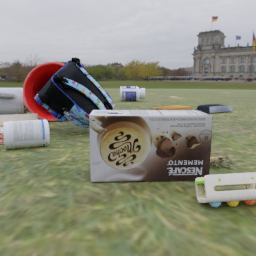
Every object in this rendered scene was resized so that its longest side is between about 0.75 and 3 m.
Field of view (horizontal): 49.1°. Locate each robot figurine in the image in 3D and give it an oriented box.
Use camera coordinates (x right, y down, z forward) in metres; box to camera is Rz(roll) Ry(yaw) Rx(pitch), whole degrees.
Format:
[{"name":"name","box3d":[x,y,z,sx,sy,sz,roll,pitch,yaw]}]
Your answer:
[{"name":"robot figurine","box3d":[-5.444,-1.142,12.608,2.360,1.333,2.002,-2,-24,-13]}]

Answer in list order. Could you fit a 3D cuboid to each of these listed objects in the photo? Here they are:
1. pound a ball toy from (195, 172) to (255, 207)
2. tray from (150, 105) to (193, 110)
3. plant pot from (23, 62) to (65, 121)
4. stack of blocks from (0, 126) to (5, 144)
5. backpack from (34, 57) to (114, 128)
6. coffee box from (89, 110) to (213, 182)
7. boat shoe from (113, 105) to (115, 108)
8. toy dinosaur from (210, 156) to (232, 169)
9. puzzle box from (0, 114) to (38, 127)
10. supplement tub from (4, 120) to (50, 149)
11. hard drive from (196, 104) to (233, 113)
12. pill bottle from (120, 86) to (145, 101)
[{"name":"pound a ball toy","box3d":[1.500,0.901,4.036,1.029,0.437,0.671,-1,-15,-6]},{"name":"tray","box3d":[2.194,-0.883,14.010,2.031,0.376,1.002,-9,13,-39]},{"name":"plant pot","box3d":[-3.222,-1.488,12.400,2.446,2.446,2.164,-2,1,-10]},{"name":"stack of blocks","box3d":[-3.443,0.188,8.020,0.637,0.324,1.107,-2,10,-11]},{"name":"backpack","box3d":[-1.590,-0.913,9.081,1.452,2.158,1.970,-39,18,30]},{"name":"coffee box","box3d":[0.376,0.284,5.059,2.072,1.171,0.827,0,10,-3]},{"name":"boat shoe","box3d":[-1.056,-1.353,16.933,0.266,0.281,0.784,3,8,16]},{"name":"toy dinosaur","box3d":[1.856,0.642,5.643,0.924,0.269,0.467,-4,10,-23]},{"name":"puzzle box","box3d":[-4.331,-0.189,9.181,2.708,0.344,1.802,-3,-1,-16]},{"name":"supplement tub","box3d":[-2.585,0.152,7.162,1.063,0.701,0.701,-3,10,-22]},{"name":"hard drive","box3d":[4.588,-1.040,14.881,1.704,0.361,1.149,-6,12,-30]},{"name":"pill bottle","box3d":[0.346,-2.658,21.804,1.921,1.150,1.150,0,10,0]}]
